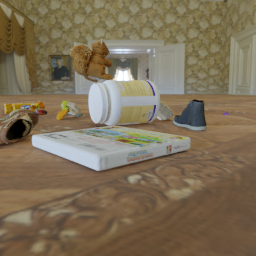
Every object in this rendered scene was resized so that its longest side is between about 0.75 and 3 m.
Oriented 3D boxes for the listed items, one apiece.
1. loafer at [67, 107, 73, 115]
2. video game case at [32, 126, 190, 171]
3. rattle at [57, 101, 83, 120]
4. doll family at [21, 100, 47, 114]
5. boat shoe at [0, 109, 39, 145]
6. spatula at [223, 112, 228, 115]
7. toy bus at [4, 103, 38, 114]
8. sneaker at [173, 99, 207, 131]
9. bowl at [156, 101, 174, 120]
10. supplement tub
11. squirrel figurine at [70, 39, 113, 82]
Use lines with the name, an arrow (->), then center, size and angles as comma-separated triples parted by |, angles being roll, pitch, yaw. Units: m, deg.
loafer -> -3.068, -0.879, 14.206 | 0.446, 0.447, 1.278 | -5, 1, -2
video game case -> -0.453, 0.335, 6.559 | 2.570, 0.323, 2.824 | -7, 10, -40
rattle -> -2.583, -0.535, 12.690 | 0.929, 1.019, 1.427 | 1, -24, 2
doll family -> -4.747, -1.014, 13.943 | 1.626, 0.733, 1.009 | -9, 12, -44
boat shoe -> -2.935, 0.001, 7.506 | 0.757, 0.798, 2.108 | 6, 19, 12
spatula -> 5.042, -0.747, 14.353 | 0.238, 0.087, 0.843 | 4, 10, 24
toy bus -> -5.671, -1.046, 14.882 | 1.625, 0.529, 0.636 | -8, 13, -44
sneaker -> 2.214, -0.533, 9.933 | 0.700, 0.994, 1.870 | -3, 9, -18
bowl -> 1.395, -0.665, 11.917 | 1.052, 0.494, 1.052 | 39, -8, 7
supplement tub -> -0.152, -0.949, 10.438 | 2.300, 1.672, 1.672 | -4, 10, -26
squirrel figurine -> -1.366, -2.703, 10.771 | 1.641, 1.532, 1.161 | 13, -6, -34
